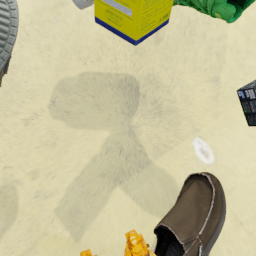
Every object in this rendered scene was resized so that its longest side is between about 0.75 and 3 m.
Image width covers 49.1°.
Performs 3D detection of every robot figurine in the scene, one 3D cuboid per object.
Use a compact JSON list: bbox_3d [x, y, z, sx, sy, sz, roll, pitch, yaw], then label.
[{"bbox_3d":[-0.040,2.339,3.386,1.597,2.203,0.641,-23,113,-2],"label":"robot figurine"}]

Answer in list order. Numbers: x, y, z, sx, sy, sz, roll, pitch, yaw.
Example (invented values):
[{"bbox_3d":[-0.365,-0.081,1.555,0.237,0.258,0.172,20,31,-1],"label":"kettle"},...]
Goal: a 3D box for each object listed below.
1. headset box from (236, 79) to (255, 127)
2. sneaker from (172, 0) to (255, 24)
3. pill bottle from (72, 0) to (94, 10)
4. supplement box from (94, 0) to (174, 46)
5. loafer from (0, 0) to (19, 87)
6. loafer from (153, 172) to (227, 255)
[{"bbox_3d":[2.490,-0.531,5.049,0.859,0.399,0.748,-28,102,-22],"label":"headset box"},{"bbox_3d":[1.343,-2.295,4.563,2.932,1.086,1.225,2,104,40],"label":"sneaker"},{"bbox_3d":[-0.188,-3.376,5.774,2.297,1.289,1.289,-18,77,17],"label":"pill bottle"},{"bbox_3d":[0.133,-2.317,4.115,0.957,1.747,0.951,36,58,20],"label":"supplement box"},{"bbox_3d":[-2.513,-1.014,4.591,0.993,0.920,2.641,19,96,-24],"label":"loafer"},{"bbox_3d":[1.028,1.874,5.089,0.937,0.959,2.628,41,59,-29],"label":"loafer"}]
